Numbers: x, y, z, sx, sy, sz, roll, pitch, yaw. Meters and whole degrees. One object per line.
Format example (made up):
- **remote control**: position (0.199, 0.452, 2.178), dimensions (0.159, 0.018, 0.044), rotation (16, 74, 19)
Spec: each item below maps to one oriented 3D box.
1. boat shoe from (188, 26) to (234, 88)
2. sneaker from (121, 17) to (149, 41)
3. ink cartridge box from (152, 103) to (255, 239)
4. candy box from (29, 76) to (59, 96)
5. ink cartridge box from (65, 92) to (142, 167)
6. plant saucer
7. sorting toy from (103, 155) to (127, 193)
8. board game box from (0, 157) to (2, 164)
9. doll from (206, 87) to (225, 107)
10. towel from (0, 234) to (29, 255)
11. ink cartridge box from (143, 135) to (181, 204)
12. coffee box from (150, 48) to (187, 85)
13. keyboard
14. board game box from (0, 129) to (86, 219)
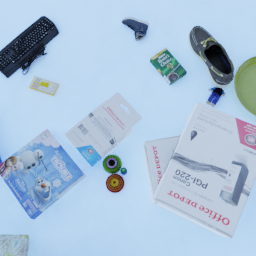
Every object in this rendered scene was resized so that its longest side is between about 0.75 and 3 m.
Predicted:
- **boat shoe**: position (3.017, -2.738, 10.062), dimensions (0.947, 0.800, 2.656), rotation (-22, 70, -5)
- **sneaker**: position (0.209, -3.746, 10.621), dimensions (1.068, 0.406, 0.772), rotation (13, 72, 2)
- **ink cartridge box**: position (2.200, 1.101, 7.567), dimensions (2.126, 1.238, 2.919), rotation (24, 82, 10)
- **candy box**: position (-3.037, -1.518, 10.132), dimensions (0.982, 0.130, 0.502), rotation (18, 74, 5)
- **ink cartridge box**: position (-0.774, 0.038, 9.357), dimensions (2.271, 0.770, 1.317), rotation (-40, 78, -10)
- **plant saucer**: position (4.982, -1.400, 9.970), dimensions (2.527, 0.393, 2.527), rotation (0, 74, 1)
- **sorting toy**: position (-0.410, 1.437, 9.092), dimensions (0.771, 0.527, 1.283), rotation (-11, 74, -3)
- **board game box**: position (-5.404, 0.709, 9.305), dimensions (1.888, 0.411, 1.897), rotation (-24, 77, -4)
- **doll**: position (3.137, -1.222, 9.999), dimensions (0.631, 0.224, 0.925), rotation (31, 76, 20)
- **towel**: position (-4.228, 4.205, 7.975), dimensions (2.592, 0.624, 2.219), rotation (1, 76, -1)
- **ink cartridge box**: position (1.897, 1.222, 8.836), dimensions (2.621, 1.105, 1.913), rotation (-9, 76, -2)
- **coffee box**: position (1.463, -2.263, 10.268), dimensions (0.771, 0.276, 1.255), rotation (-34, 77, -9)
- **keyboard**: position (-3.735, -3.066, 10.375), dimensions (1.431, 0.545, 2.750), rotation (41, 79, 11)
- **board game box**: position (-2.800, 1.423, 9.029), dimensions (2.067, 0.450, 2.077), rotation (-39, 73, -14)
